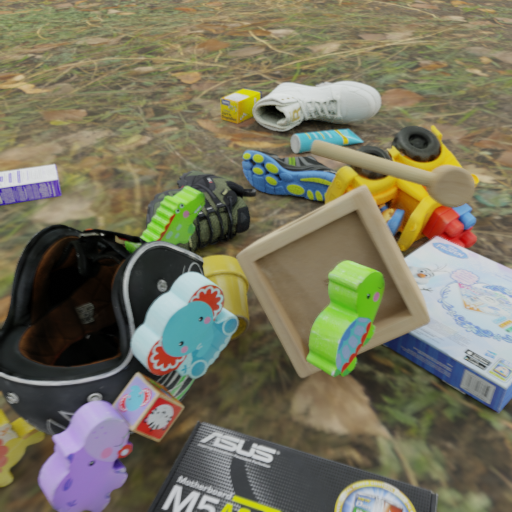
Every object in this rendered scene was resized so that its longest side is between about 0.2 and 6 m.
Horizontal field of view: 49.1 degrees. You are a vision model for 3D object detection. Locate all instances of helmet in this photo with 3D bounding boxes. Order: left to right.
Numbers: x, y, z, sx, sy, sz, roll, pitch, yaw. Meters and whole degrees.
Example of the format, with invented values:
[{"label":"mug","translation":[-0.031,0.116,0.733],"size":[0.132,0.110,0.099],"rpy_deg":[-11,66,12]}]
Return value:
[{"label":"helmet","translation":[-1.747,0.942,6.577],"size":[2.462,2.347,2.462],"rpy_deg":[13,-7,2]}]

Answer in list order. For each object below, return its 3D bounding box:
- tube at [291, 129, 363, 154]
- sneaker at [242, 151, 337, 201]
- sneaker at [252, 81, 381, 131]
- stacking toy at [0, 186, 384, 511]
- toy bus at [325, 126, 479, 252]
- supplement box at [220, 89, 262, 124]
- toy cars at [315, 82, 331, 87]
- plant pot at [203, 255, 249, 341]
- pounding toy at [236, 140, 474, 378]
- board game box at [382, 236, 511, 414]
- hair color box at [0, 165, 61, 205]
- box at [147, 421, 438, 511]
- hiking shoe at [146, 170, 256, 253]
[{"label":"tube","translation":[1.726,-2.858,13.818],"size":[1.796,0.453,0.696],"rpy_deg":[-13,50,-25]},{"label":"sneaker","translation":[0.761,-1.726,11.925],"size":[2.286,0.810,0.947],"rpy_deg":[16,27,16]},{"label":"sneaker","translation":[1.470,-3.742,14.529],"size":[3.146,1.159,1.818],"rpy_deg":[10,37,30]},{"label":"stacking toy","translation":[-1.133,1.247,5.337],"size":[3.188,0.993,4.228],"rpy_deg":[26,77,44]},{"label":"toy bus","translation":[2.771,-0.887,10.086],"size":[2.400,1.629,2.304],"rpy_deg":[-25,63,-21]},{"label":"supplement box","translation":[-0.404,-4.140,15.436],"size":[0.606,0.610,1.113],"rpy_deg":[22,40,30]},{"label":"toy cars","translation":[2.118,-4.933,16.874],"size":[0.622,0.307,1.387],"rpy_deg":[1,31,-6]},{"label":"plant pot","translation":[-0.555,0.687,8.220],"size":[1.046,1.046,0.984],"rpy_deg":[-10,51,-14]},{"label":"pounding toy","translation":[1.317,-0.293,7.148],"size":[2.864,2.516,1.311],"rpy_deg":[-27,3,15]},{"label":"board game box","translation":[3.063,0.828,8.330],"size":[2.481,0.541,2.493],"rpy_deg":[-28,44,-34]},{"label":"hair color box","translation":[-4.868,-1.488,11.770],"size":[1.380,0.447,0.755],"rpy_deg":[-10,37,-18]},{"label":"box","translation":[0.215,2.895,5.309],"size":[2.677,0.593,2.145],"rpy_deg":[12,37,17]},{"label":"hiking shoe","translation":[-0.918,-0.719,10.028],"size":[1.526,1.148,3.032],"rpy_deg":[5,34,12]}]
